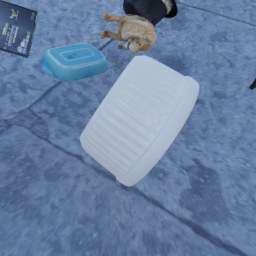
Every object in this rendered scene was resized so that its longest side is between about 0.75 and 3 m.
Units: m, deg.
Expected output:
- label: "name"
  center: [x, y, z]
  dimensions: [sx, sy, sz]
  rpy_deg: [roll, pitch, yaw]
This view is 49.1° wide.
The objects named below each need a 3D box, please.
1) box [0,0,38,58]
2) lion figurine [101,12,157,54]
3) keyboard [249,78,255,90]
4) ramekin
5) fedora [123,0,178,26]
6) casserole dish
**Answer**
- label: "box"
  center: [-2.834, -2.440, 6.963]
  dimensions: [0.925, 0.299, 1.173]
  rpy_deg: [14, 90, -11]
- label: "lion figurine"
  center: [0.171, -1.984, 6.044]
  dimensions: [1.219, 0.721, 1.990]
  rpy_deg: [15, 16, 14]
- label: "keyboard"
  center: [3.976, -2.047, 6.873]
  dimensions: [0.504, 1.324, 2.543]
  rpy_deg: [33, 91, 15]
- label: "ramekin"
  center: [0.106, -0.199, 4.706]
  dimensions: [1.105, 2.104, 2.104]
  rpy_deg: [34, 53, -5]
- label: "fedora"
  center: [0.509, -3.885, 8.905]
  dimensions: [2.178, 2.178, 0.994]
  rpy_deg: [32, 91, 24]
- label: "casserole dish"
  center: [-1.344, -1.782, 7.311]
  dimensions: [1.888, 0.366, 1.144]
  rpy_deg: [-26, 60, -40]
